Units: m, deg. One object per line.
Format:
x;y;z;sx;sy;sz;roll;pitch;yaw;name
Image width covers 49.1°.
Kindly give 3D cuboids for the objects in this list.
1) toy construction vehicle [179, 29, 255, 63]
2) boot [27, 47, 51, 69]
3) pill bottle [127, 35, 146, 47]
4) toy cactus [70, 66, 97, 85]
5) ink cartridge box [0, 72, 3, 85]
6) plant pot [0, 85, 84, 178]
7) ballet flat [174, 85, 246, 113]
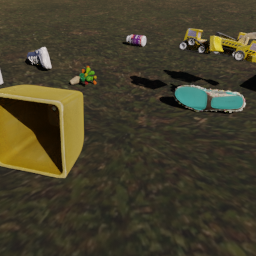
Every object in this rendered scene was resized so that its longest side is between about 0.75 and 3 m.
3.220;-2.600;8.562;2.590;0.912;2.255;22;23;30;toy construction vehicle
-3.933;-2.969;12.324;0.885;0.712;1.958;-20;32;-7;boot
0.442;-4.671;14.921;0.978;0.550;0.550;14;36;20;pill bottle
-1.737;-1.919;10.831;0.982;0.609;1.190;-25;39;-3;toy cactus
-6.334;-1.785;9.854;2.102;1.214;2.889;18;37;25;ink cartridge box
-1.984;-0.174;6.945;1.841;1.853;1.896;9;25;13;plant pot
2.605;-0.893;9.102;2.249;0.851;0.719;12;5;11;ballet flat
